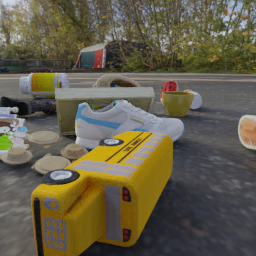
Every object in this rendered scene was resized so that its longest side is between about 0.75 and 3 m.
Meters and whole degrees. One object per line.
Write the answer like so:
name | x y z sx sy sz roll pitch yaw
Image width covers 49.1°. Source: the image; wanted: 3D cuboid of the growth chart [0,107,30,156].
growth chart | -3.553 0.031 7.108 1.976 0.242 2.730 -1 28 -21

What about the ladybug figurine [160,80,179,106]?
ladybug figurine | 1.913 -1.685 13.248 0.493 1.371 0.931 28 -22 -38

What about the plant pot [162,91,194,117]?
plant pot | 1.974 -0.947 11.148 1.262 0.896 1.262 1 13 0

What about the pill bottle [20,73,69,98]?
pill bottle | -4.831 -2.473 16.261 2.592 1.416 1.416 0 14 -3

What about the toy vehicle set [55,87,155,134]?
toy vehicle set | -0.677 -0.471 8.027 2.641 1.641 0.350 -2 56 -12

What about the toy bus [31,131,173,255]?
toy bus | -0.137 0.793 4.047 1.091 0.907 2.786 6 14 18

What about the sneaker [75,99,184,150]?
sneaker | 0.101 -0.124 7.238 2.885 1.165 1.104 -2 12 -12

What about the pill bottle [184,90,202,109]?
pill bottle | 2.897 -1.301 12.828 0.788 0.788 1.381 0 14 0

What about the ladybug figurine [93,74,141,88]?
ladybug figurine | -0.364 -1.385 11.720 2.374 1.612 0.854 17 -26 -21

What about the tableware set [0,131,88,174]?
tableware set | -1.760 0.539 6.146 1.869 0.217 1.561 17 25 23

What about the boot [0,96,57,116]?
boot | -3.943 -0.866 11.554 2.166 0.750 1.885 13 13 31

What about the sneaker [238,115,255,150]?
sneaker | 3.562 0.249 5.905 1.196 1.068 2.992 -2 15 -5
